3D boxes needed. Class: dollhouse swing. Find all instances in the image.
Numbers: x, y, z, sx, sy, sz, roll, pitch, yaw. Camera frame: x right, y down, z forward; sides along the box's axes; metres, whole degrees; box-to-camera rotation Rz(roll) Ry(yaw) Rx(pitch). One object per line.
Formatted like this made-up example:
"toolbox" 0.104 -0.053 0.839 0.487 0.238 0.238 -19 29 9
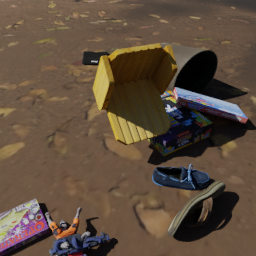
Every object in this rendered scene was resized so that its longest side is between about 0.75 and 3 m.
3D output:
"dollhouse swing" 0.487 -1.042 9.181 2.538 2.307 2.231 -15 66 -24

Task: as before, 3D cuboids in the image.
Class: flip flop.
"flip flop" 2.109 2.361 8.085 2.458 0.997 0.708 -23 59 -33

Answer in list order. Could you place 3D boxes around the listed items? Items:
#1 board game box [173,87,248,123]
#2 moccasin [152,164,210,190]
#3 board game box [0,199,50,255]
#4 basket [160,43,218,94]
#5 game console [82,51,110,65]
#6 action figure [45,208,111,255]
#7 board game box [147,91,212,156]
"board game box" 3.373 -0.970 11.694 2.913 0.283 1.500 15 25 -4
"moccasin" 1.743 1.596 9.109 1.865 0.636 0.750 -1 40 -1
"board game box" -3.353 2.876 7.865 1.980 0.320 1.188 -21 48 -24
"basket" 2.414 -2.980 13.584 2.620 1.976 2.906 -50 40 7
"game console" -1.834 -4.033 16.329 1.439 0.837 1.266 3 70 5
"action figure" -1.395 3.001 7.521 1.693 0.886 1.638 8 41 -30
"board game box" 1.587 -0.325 11.335 2.268 0.778 2.743 -20 43 -24
